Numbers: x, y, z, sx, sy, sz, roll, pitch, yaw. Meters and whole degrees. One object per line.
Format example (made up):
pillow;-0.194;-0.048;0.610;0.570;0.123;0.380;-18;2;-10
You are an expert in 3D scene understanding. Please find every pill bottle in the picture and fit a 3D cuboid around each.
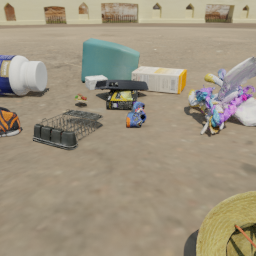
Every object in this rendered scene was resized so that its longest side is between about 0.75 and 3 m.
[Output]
pill bottle;-4.464;-1.999;10.631;2.490;1.490;1.490;3;24;7

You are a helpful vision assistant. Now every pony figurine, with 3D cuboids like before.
pony figurine;2.925;-0.897;8.140;2.416;2.084;2.503;-30;24;12

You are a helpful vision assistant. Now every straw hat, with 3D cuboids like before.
straw hat;1.564;1.562;3.589;1.502;1.502;0.636;1;-17;2

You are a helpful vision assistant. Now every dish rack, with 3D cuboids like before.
dish rack;-1.538;-0.059;7.577;1.340;0.477;1.747;13;25;24

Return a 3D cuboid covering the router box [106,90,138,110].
router box;-0.184;-1.001;9.795;1.024;0.340;1.303;1;24;3

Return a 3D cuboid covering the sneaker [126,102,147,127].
sneaker;0.325;-0.367;8.335;0.505;0.485;1.288;13;35;11

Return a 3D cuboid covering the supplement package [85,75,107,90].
supplement package;-1.327;-1.906;11.735;0.778;0.431;0.606;-10;26;-24

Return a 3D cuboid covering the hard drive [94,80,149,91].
hard drive;-0.244;-1.589;10.503;1.775;0.376;1.198;-2;7;-29

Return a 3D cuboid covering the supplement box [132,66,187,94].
supplement box;1.294;-2.000;11.549;2.041;0.750;1.286;9;25;19

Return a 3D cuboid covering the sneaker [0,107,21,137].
sneaker;-3.592;-0.137;7.255;1.464;0.820;0.568;-16;28;-32

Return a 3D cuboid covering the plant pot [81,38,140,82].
plant pot;-0.730;-2.990;12.806;2.424;1.712;1.713;8;24;1

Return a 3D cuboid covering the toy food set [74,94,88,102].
toy food set;-1.592;-1.041;9.548;0.442;0.246;0.752;7;4;-18
